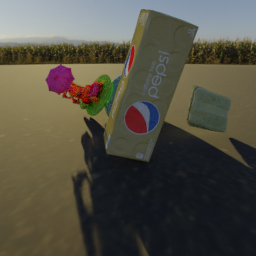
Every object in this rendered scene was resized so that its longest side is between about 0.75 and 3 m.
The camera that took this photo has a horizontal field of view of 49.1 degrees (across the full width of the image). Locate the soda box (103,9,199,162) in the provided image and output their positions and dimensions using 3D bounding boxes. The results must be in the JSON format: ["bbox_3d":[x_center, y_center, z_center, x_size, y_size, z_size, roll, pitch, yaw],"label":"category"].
[{"bbox_3d":[0.314,-0.728,5.112,0.871,2.570,0.823,13,22,-14],"label":"soda box"}]

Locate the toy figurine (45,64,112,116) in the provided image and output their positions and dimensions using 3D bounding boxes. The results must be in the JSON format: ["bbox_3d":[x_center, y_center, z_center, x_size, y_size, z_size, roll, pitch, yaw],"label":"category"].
[{"bbox_3d":[-1.751,-1.294,8.774,1.742,1.421,1.892,21,-15,-34],"label":"toy figurine"}]

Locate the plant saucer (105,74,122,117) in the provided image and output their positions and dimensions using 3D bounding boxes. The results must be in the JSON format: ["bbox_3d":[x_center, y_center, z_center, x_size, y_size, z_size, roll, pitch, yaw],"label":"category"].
[{"bbox_3d":[-0.273,-1.046,8.510,0.313,1.625,1.625,23,-3,-40],"label":"plant saucer"}]

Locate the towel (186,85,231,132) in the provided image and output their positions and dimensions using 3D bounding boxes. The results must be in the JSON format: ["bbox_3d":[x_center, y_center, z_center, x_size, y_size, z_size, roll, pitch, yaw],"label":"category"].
[{"bbox_3d":[1.988,-0.424,6.839,1.339,0.993,0.244,13,-6,-30],"label":"towel"}]
